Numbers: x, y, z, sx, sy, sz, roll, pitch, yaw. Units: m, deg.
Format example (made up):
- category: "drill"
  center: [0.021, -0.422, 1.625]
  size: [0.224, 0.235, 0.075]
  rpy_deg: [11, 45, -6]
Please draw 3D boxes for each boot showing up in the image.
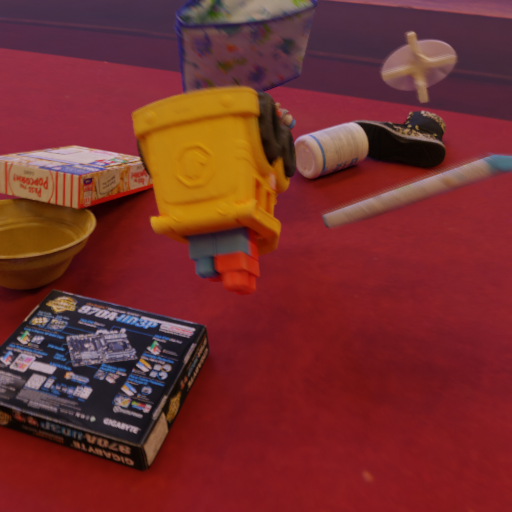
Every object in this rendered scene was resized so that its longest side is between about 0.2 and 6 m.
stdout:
- category: "boot"
  center: [3.685, -3.169, 14.468]
  size: [2.494, 0.900, 1.884]
  rpy_deg: [17, 39, 12]

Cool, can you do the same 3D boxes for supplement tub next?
- category: "supplement tub"
  center: [1.786, -2.547, 13.530]
  size: [1.582, 1.043, 1.043]
  rpy_deg: [-20, 43, -24]

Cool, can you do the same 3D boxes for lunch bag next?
- category: "lunch bag"
  center: [-0.365, -4.391, 11.318]
  size: [2.613, 2.222, 1.665]
  rpy_deg: [-27, 72, -13]

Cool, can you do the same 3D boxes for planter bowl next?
- category: "planter bowl"
  center: [-4.235, -0.112, 10.267]
  size: [2.562, 1.067, 2.562]
  rpy_deg: [3, 27, -2]

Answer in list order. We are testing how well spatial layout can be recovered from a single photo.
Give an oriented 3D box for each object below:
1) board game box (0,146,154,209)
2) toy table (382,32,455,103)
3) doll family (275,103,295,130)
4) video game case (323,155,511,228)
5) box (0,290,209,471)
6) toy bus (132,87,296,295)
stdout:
- category: "board game box"
  center: [-3.840, -1.774, 12.010]
  size: [2.256, 0.690, 2.978]
  rpy_deg: [12, 19, 16]
- category: "toy table"
  center: [2.508, -2.933, 8.724]
  size: [1.128, 1.037, 0.661]
  rpy_deg: [-22, 13, 26]
- category: "doll family"
  center: [0.007, -2.375, 9.901]
  size: [0.915, 1.475, 0.665]
  rpy_deg: [25, 52, -20]
- category: "video game case"
  center: [2.243, -0.862, 7.596]
  size: [2.282, 0.203, 1.633]
  rpy_deg: [-19, -3, 34]
- category: "box"
  center: [-2.442, 1.710, 8.403]
  size: [2.863, 0.659, 2.276]
  rpy_deg: [11, 39, 14]
- category: "toy bus"
  center: [-0.329, -0.651, 7.213]
  size: [1.678, 2.472, 2.373]
  rpy_deg: [-10, 81, 14]
